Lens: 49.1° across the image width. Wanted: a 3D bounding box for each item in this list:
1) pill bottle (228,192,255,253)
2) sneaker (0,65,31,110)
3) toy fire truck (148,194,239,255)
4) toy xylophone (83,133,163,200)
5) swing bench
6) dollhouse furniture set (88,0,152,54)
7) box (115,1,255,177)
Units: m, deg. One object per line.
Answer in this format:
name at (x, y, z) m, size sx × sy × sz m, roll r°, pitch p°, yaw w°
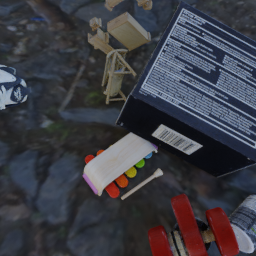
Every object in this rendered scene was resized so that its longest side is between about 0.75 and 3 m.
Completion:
pill bottle at (2.719, 1.891, 5.964) m, size 1.417 × 0.753 × 0.753 m, roll -32°, pitch 67°, yaw -26°
sneaker at (-3.153, -0.696, 6.780) m, size 1.639 × 1.005 × 2.519 m, roll -3°, pitch 47°, yaw -26°
toy fire truck at (1.237, 2.315, 4.940) m, size 1.282 × 1.920 × 2.286 m, roll -20°, pitch 77°, yaw 3°
toy xylophone at (-0.079, 0.901, 6.666) m, size 1.950 × 0.490 × 1.428 m, roll -27°, pitch 67°, yaw -13°
swing bench at (-0.305, -1.341, 7.304) m, size 0.663 × 1.017 × 1.022 m, roll -5°, pitch 53°, yaw -17°
dollhouse furniture set at (-0.134, -3.552, 8.195) m, size 1.975 × 1.131 × 2.316 m, roll -18°, pitch 65°, yaw 30°
box at (1.683, -0.836, 6.573) m, size 2.870 × 1.769 × 2.847 m, roll 29°, pitch 67°, yaw -2°
